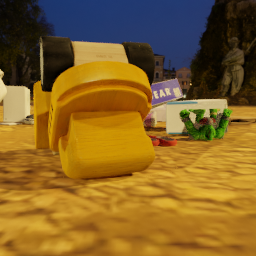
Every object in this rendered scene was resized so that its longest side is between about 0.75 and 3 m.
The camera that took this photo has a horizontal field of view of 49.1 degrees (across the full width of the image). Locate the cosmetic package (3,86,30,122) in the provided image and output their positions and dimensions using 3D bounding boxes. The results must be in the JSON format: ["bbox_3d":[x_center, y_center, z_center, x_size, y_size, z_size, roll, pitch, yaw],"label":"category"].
[{"bbox_3d":[-5.217,-1.096,13.205,0.990,1.606,1.611,0,3,-11],"label":"cosmetic package"}]

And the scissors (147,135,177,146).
[{"bbox_3d":[0.476,0.272,7.749,0.911,0.173,2.491,-4,6,-17],"label":"scissors"}]

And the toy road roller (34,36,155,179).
[{"bbox_3d":[-0.604,0.003,4.674,1.760,2.091,2.865,-2,-31,-20],"label":"toy road roller"}]

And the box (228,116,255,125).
[{"bbox_3d":[4.648,-0.417,13.466,2.263,0.295,2.769,-3,6,-28],"label":"box"}]

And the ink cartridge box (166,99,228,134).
[{"bbox_3d":[2.439,-0.435,9.736,1.858,1.090,2.537,-1,7,17],"label":"ink cartridge box"}]

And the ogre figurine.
[{"bbox_3d":[2.138,-0.104,7.712,1.447,0.868,0.710,-2,4,-28],"label":"ogre figurine"}]

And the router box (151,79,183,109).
[{"bbox_3d":[0.047,-0.787,9.617,2.761,0.675,2.478,-18,0,-36],"label":"router box"}]

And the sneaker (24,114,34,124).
[{"bbox_3d":[-3.553,-0.735,13.097,2.643,1.050,1.037,-8,11,-43],"label":"sneaker"}]

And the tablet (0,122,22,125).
[{"bbox_3d":[-5.284,-0.199,12.497,1.027,0.070,0.668,5,8,37],"label":"tablet"}]

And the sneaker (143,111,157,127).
[{"bbox_3d":[0.763,-0.396,12.017,0.928,0.590,1.627,-2,5,11],"label":"sneaker"}]

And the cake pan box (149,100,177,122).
[{"bbox_3d":[1.552,-1.070,14.846,2.842,0.743,2.617,-2,24,-22],"label":"cake pan box"}]

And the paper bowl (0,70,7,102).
[{"bbox_3d":[-5.662,-1.111,10.356,1.456,2.800,2.800,40,-9,-19],"label":"paper bowl"}]
